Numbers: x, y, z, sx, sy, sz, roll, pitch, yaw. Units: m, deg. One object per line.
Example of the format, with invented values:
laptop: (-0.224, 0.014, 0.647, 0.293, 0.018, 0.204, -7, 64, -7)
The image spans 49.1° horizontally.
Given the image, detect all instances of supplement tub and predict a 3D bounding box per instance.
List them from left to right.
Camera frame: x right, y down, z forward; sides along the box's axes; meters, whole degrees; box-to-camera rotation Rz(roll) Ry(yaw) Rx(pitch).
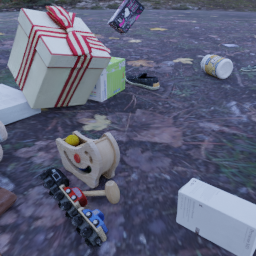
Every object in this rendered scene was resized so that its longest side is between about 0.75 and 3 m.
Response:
supplement tub: (4.148, -2.906, 13.160, 0.925, 0.925, 1.279, -13, 31, -24)

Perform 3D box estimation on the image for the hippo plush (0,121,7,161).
hippo plush: (-4.222, 0.323, 6.813, 1.833, 1.816, 2.280, 0, 65, 39)

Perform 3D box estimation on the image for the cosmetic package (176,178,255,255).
cosmetic package: (1.589, 1.548, 4.893, 1.385, 0.782, 0.562, 20, 34, 37)

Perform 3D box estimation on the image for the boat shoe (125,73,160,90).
boat shoe: (0.603, -2.114, 12.081, 1.778, 0.553, 0.663, 22, 37, 38)

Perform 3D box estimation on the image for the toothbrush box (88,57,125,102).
toothbrush box: (-0.853, -1.949, 10.960, 0.765, 1.294, 1.777, 14, 31, 25)

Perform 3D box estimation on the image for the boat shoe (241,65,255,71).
boat shoe: (6.135, -3.059, 14.159, 0.882, 0.272, 0.321, -3, 28, -5)

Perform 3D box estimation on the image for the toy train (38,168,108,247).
toy train: (-1.073, 1.420, 5.431, 0.529, 0.394, 2.309, -33, 41, -22)

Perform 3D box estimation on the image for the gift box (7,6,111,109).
gift box: (-2.202, -2.427, 9.389, 2.732, 2.551, 2.521, -18, 62, -46)

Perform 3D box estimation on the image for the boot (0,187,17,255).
boot: (-2.413, 1.657, 5.045, 1.485, 0.512, 1.594, 10, 25, 16)

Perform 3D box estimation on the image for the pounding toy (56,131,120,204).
pounding toy: (-0.969, 0.716, 6.029, 1.181, 1.177, 2.059, -25, 36, -39)

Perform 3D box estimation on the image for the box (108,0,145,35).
box: (-0.075, -3.413, 8.506, 0.561, 0.977, 0.646, 38, -2, -24)

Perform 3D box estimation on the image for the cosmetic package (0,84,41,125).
cosmetic package: (-4.435, -0.816, 9.526, 2.371, 0.613, 1.788, 20, 34, 33)
